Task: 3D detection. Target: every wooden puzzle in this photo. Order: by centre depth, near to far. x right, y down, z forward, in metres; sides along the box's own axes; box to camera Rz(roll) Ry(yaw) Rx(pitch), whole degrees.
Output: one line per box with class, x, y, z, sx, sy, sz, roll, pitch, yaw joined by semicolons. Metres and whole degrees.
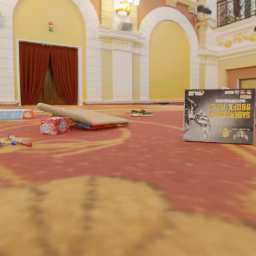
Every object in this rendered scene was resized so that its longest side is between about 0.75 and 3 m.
wooden puzzle;-1.334;-0.324;8.720;2.086;0.420;2.254;15;6;29

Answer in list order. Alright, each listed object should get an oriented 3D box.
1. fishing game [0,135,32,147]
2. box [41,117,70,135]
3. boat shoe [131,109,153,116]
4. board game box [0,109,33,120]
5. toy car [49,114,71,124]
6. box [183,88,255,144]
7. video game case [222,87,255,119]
fishing game;-3.216;0.174;4.899;2.693;0.419;1.928;-1;4;-38
box;-1.889;-0.067;7.324;0.417;0.399;0.836;1;6;14
boat shoe;0.759;-0.819;14.949;1.217;0.394;0.445;-1;6;-8
board game box;-5.538;-0.676;13.522;1.462;0.385;1.911;-3;7;-31
toy car;-2.131;-0.316;9.582;1.166;0.276;1.239;7;-11;-18
box;1.835;-0.251;5.696;1.365;1.081;0.330;3;1;21
video game case;4.035;-0.767;9.459;1.627;0.408;1.795;18;-3;28
